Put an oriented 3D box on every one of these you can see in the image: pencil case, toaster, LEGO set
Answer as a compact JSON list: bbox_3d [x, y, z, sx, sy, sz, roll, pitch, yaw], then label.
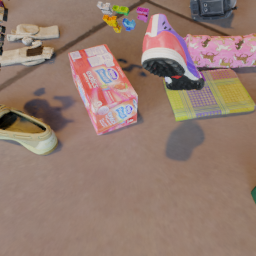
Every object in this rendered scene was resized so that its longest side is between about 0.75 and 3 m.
[{"bbox_3d":[3.343,-2.796,10.087,2.780,1.151,1.203,-1,28,0],"label":"pencil case"},{"bbox_3d":[3.734,-5.385,11.883,2.064,1.173,1.333,9,47,31],"label":"toaster"},{"bbox_3d":[-0.178,-3.356,8.768,1.721,0.706,0.656,18,81,20],"label":"LEGO set"}]

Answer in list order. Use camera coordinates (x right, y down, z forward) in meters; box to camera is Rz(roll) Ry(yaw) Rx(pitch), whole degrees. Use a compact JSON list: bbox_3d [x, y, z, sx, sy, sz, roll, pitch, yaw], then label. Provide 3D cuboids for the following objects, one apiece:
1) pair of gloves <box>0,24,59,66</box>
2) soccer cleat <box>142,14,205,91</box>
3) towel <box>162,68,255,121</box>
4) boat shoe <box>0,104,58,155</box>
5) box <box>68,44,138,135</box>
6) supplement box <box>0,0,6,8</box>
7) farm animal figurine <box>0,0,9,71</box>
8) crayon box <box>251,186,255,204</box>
[{"bbox_3d":[-3.824,-3.369,10.977,2.070,0.427,2.435,-2,52,-1],"label":"pair of gloves"},{"bbox_3d":[1.099,-1.471,6.168,0.930,2.727,0.998,-1,83,28],"label":"soccer cleat"},{"bbox_3d":[2.663,-1.142,9.349,2.739,0.312,1.967,-9,54,-6],"label":"towel"},{"bbox_3d":[-3.388,-0.143,8.183,2.896,0.911,1.056,24,56,17],"label":"boat shoe"},{"bbox_3d":[-0.815,-1.287,8.841,1.361,1.256,2.653,-19,55,-14],"label":"box"},{"bbox_3d":[-5.961,-5.236,12.386,0.578,0.449,1.048,9,53,7],"label":"supplement box"},{"bbox_3d":[-3.497,-2.383,6.621,1.107,2.202,1.778,7,65,-26],"label":"farm animal figurine"},{"bbox_3d":[4.212,2.413,6.372,1.662,0.682,2.644,-7,53,-6],"label":"crayon box"}]
